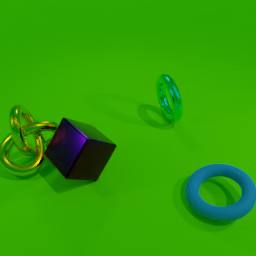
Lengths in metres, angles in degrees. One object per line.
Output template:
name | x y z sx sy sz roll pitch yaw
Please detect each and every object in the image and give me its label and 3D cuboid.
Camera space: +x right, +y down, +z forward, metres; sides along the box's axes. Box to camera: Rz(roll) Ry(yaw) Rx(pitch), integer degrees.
cube | -1.168 0.539 6.874 1.080 1.080 1.080 36 11 36
ring | 2.115 1.444 6.455 1.563 0.313 1.563 -10 38 8
knot shape | -2.586 0.411 7.218 0.823 1.781 1.667 6 65 37
ring | 1.289 -0.932 8.856 0.318 1.588 1.588 -18 39 -8
